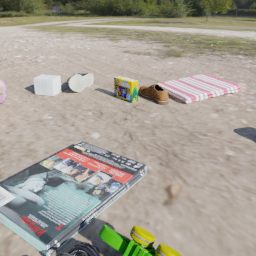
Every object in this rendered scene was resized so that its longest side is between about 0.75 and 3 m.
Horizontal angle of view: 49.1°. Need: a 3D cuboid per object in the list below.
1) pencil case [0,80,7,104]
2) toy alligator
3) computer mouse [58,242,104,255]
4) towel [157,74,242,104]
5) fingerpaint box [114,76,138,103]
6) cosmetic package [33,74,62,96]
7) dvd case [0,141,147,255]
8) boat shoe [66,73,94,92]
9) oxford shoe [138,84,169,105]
[{"bbox_3d":[-5.046,-0.929,9.342,1.170,1.170,2.676,1,25,2],"label":"pencil case"},{"bbox_3d":[0.549,1.984,3.655,2.382,0.706,0.646,23,-8,40],"label":"toy alligator"},{"bbox_3d":[-1.104,2.292,3.050,2.503,0.660,1.733,-3,20,-36],"label":"computer mouse"},{"bbox_3d":[2.966,-1.666,11.870,2.975,0.445,2.177,-14,28,-23],"label":"towel"},{"bbox_3d":[-0.094,-1.521,10.959,0.372,0.846,1.014,-22,33,-39],"label":"fingerpaint box"},{"bbox_3d":[-3.339,-1.788,11.684,0.865,0.720,0.724,7,25,13],"label":"cosmetic package"},{"bbox_3d":[-1.205,1.159,5.784,2.049,0.309,2.807,16,28,32],"label":"dvd case"},{"bbox_3d":[-2.194,-2.060,12.249,0.620,0.759,2.055,8,23,17],"label":"boat shoe"},{"bbox_3d":[1.027,-1.483,11.148,0.647,0.647,1.815,-16,27,-28],"label":"oxford shoe"}]
